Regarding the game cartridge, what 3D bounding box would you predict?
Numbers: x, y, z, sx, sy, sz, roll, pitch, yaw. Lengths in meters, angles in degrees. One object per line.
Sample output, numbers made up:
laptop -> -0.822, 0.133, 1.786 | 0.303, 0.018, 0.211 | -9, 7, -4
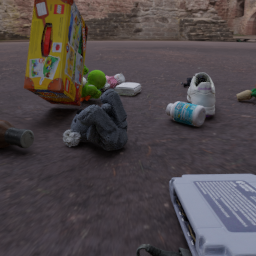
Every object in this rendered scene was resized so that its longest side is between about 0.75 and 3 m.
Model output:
game cartridge -> 1.556, 1.145, 3.679 | 1.715, 0.527, 2.576 | -5, 6, 2

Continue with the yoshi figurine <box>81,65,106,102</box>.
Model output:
yoshi figurine -> -1.675, -1.862, 11.204 | 1.384, 1.379, 2.463 | -6, 23, -39

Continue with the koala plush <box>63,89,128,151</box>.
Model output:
koala plush -> -0.854, -0.018, 6.880 | 1.469, 1.350, 1.303 | -12, 24, 35

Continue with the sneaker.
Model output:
sneaker -> 2.615, -1.322, 9.689 | 1.010, 1.343, 2.697 | 1, 20, 8

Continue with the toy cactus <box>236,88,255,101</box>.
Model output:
toy cactus -> 4.897, -1.270, 10.668 | 1.399, 0.867, 1.695 | -14, 19, 18

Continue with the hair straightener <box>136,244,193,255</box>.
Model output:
hair straightener -> 1.292, 1.719, 2.813 | 2.669, 0.546, 1.027 | 8, 22, 20

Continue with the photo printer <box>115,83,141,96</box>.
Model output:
photo printer -> 0.041, -1.685, 12.006 | 0.910, 0.380, 1.094 | 6, 21, 19

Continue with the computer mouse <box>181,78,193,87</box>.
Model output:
computer mouse -> 2.894, -2.158, 13.510 | 0.764, 0.250, 1.088 | -3, 27, 2

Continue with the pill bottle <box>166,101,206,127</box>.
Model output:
pill bottle -> 1.716, -0.450, 8.426 | 1.114, 0.617, 0.617 | 16, 26, 38

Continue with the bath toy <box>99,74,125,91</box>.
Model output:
bath toy -> -0.952, -2.048, 12.657 | 1.842, 0.801, 0.681 | -23, -12, -43

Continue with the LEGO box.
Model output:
LEGO box -> -2.227, -2.394, 9.123 | 1.140, 2.955, 2.200 | 4, -7, 6

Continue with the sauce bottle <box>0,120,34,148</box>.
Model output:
sauce bottle -> -3.298, 0.103, 6.855 | 2.183, 0.706, 0.706 | 9, 23, 25
